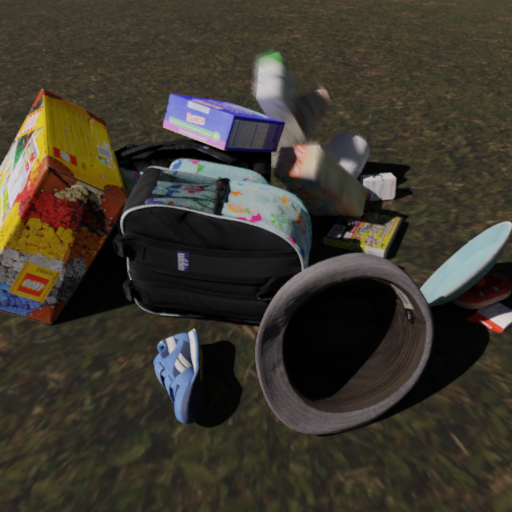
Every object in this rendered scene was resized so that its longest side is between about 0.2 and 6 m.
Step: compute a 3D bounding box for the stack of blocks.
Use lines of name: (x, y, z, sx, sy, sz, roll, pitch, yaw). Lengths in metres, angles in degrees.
stack of blocks: (1.288, -1.550, 11.978, 1.278, 2.219, 0.650, 4, 75, 37)

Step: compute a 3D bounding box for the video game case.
video game case: (2.377, -0.559, 12.403, 1.415, 0.200, 1.566, 14, 36, 21)

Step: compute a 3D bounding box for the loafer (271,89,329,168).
loafer: (0.976, -3.093, 13.904, 0.978, 3.112, 1.119, -38, 90, -19)

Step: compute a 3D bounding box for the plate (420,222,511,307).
plate: (3.684, 0.256, 9.927, 0.284, 2.226, 2.226, 46, 47, 2)

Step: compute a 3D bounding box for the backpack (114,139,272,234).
backpack: (-1.404, -1.380, 11.824, 3.432, 2.172, 2.864, 2, 16, 1)

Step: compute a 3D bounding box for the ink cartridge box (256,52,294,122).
ink cartridge box: (0.411, -3.508, 11.770, 0.486, 0.858, 1.170, -9, 58, 23)

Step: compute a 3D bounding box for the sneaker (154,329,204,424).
sneaker: (-1.199, 1.885, 8.641, 0.739, 0.664, 1.796, -7, 30, -2)

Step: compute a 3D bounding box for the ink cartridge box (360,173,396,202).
ink cartridge box: (2.952, -1.669, 13.651, 0.793, 0.576, 0.331, -5, 30, -5)

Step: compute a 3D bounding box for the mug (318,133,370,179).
mug: (1.916, -2.264, 13.543, 1.337, 0.987, 1.172, 22, 69, 14)

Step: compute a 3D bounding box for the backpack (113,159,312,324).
backpack: (-0.555, -0.171, 9.742, 3.050, 2.707, 2.296, 11, 44, 8)

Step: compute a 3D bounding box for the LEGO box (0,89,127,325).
LEGO box: (-3.978, -1.075, 10.666, 1.466, 2.830, 3.800, 24, 21, -33)

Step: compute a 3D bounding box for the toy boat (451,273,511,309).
toy boat: (4.084, 0.489, 10.323, 1.125, 0.735, 0.734, -19, 19, -8)

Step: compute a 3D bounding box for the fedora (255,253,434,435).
fedora: (1.195, 1.222, 8.532, 2.890, 2.556, 1.305, -24, 11, -13)

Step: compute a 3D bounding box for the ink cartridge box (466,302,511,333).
ink cartridge box: (4.279, 1.107, 10.109, 0.729, 0.208, 0.592, -19, 39, -31)

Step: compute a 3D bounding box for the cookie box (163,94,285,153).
cookie box: (-0.602, -2.592, 11.036, 1.589, 0.698, 1.858, 26, 21, 28)
